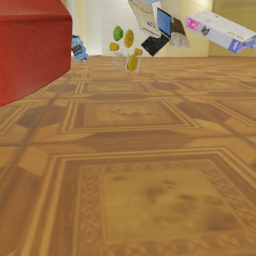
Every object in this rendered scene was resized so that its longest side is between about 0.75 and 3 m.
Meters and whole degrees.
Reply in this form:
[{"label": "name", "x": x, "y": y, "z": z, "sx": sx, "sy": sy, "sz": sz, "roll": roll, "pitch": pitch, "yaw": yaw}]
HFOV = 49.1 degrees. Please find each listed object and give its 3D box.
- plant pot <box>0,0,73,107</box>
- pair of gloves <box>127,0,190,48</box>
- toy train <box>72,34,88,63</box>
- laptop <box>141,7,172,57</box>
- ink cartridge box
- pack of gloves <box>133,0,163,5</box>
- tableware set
[{"label": "plant pot", "x": -2.421, "y": -2.103, "z": 6.281, "sx": 1.940, "sy": 2.200, "sz": 2.202, "roll": -17, "pitch": 58, "yaw": -26}, {"label": "pair of gloves", "x": 1.027, "y": -3.917, "z": 9.789, "sx": 2.846, "sy": 2.420, "sz": 0.499, "roll": 1, "pitch": -24, "yaw": -45}, {"label": "toy train", "x": -1.961, "y": -3.151, "z": 11.005, "sx": 0.533, "sy": 1.230, "sz": 0.702, "roll": -24, "pitch": -21, "yaw": 6}, {"label": "laptop", "x": 0.904, "y": -3.204, "z": 9.339, "sx": 0.649, "sy": 1.257, "sz": 1.114, "roll": 38, "pitch": 15, "yaw": -39}, {"label": "ink cartridge box", "x": 2.943, "y": -2.893, "z": 8.484, "sx": 2.232, "sy": 0.468, "sz": 1.332, "roll": 34, "pitch": 43, "yaw": 23}, {"label": "pack of gloves", "x": 1.033, "y": -2.890, "z": 4.786, "sx": 2.725, "sy": 0.538, "sz": 2.289, "roll": 0, "pitch": 3, "yaw": 18}, {"label": "tableware set", "x": -0.049, "y": -2.717, "z": 9.773, "sx": 0.307, "sy": 1.347, "sz": 1.999, "roll": 17, "pitch": 9, "yaw": 28}]
